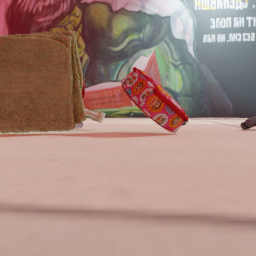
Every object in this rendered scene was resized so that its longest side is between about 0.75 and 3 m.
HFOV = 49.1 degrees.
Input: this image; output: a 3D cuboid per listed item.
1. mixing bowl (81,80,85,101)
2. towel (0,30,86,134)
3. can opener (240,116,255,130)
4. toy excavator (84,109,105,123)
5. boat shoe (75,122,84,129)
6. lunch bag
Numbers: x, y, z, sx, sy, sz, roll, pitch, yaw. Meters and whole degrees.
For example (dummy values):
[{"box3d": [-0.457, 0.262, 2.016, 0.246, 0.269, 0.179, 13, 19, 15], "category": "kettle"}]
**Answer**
[{"box3d": [-2.521, -1.302, 9.785, 1.505, 2.778, 2.778, 14, 10, 33], "category": "mixing bowl"}, {"box3d": [-2.275, -0.859, 5.591, 2.745, 2.036, 0.501, -4, 15, -7], "category": "towel"}, {"box3d": [3.622, -0.130, 7.528, 1.374, 0.460, 0.367, -16, -21, -31], "category": "can opener"}, {"box3d": [-1.592, -0.579, 7.335, 1.593, 0.796, 1.549, 22, -1, 34], "category": "toy excavator"}, {"box3d": [-1.719, -0.166, 8.023, 0.894, 0.329, 0.292, 10, 7, 4], "category": "boat shoe"}, {"box3d": [0.619, -0.561, 6.126, 1.368, 0.636, 1.553, 34, 15, -40], "category": "lunch bag"}]
